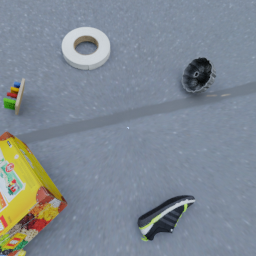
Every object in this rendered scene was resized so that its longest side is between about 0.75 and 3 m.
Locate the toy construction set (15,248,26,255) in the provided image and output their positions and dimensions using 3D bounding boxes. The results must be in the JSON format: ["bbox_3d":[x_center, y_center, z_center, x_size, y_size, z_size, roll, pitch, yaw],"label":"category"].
[{"bbox_3d":[-2.871,3.133,5.578,0.849,1.843,1.209,21,86,19],"label":"toy construction set"}]

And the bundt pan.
[{"bbox_3d":[2.225,-1.579,8.601,0.427,1.139,1.139,16,51,-38],"label":"bundt pan"}]

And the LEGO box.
[{"bbox_3d":[-2.712,1.432,6.366,1.666,0.863,2.237,-43,57,-6],"label":"LEGO box"}]

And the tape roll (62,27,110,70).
[{"bbox_3d":[-1.427,-2.737,9.589,1.657,0.303,1.657,1,65,-3],"label":"tape roll"}]

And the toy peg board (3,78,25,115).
[{"bbox_3d":[-3.319,-0.939,8.148,0.424,0.866,0.862,13,71,-19],"label":"toy peg board"}]

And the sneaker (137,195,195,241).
[{"bbox_3d":[0.978,2.196,6.821,1.607,0.576,0.665,-24,87,-12],"label":"sneaker"}]
